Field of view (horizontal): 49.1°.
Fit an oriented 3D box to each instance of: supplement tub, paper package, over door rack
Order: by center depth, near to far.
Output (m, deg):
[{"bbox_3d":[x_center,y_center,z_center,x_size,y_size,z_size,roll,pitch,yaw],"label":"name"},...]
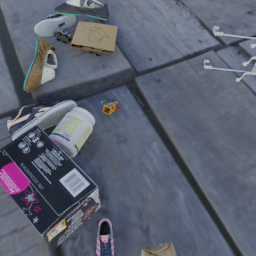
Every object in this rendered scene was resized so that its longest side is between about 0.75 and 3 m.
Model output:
[{"bbox_3d":[0.845,3.764,6.919,0.798,1.543,1.470,-12,56,-9],"label":"paper package"},{"bbox_3d":[-1.904,0.131,9.657,1.096,1.096,1.511,22,58,14],"label":"supplement tub"},{"bbox_3d":[4.392,-2.853,11.294,2.468,1.823,0.822,17,52,11],"label":"over door rack"}]

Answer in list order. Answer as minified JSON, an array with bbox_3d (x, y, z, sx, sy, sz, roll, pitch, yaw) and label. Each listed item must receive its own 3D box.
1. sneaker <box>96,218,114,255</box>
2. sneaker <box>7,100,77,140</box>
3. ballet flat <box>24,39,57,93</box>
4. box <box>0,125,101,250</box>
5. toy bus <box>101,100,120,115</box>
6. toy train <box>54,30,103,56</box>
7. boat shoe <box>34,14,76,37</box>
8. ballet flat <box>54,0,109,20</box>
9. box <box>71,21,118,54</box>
[{"bbox_3d":[-0.656,3.276,7.799,0.531,0.621,1.515,-6,56,-4],"label":"sneaker"},{"bbox_3d":[-3.145,-0.487,10.136,2.562,1.005,1.017,-32,67,-18],"label":"sneaker"},{"bbox_3d":[-3.546,-2.599,11.761,1.055,0.989,2.917,11,50,-15],"label":"ballet flat"},{"bbox_3d":[-2.417,1.678,8.271,1.910,1.659,2.891,-39,65,-25],"label":"box"},{"bbox_3d":[-0.675,-0.756,10.690,0.717,0.370,0.677,6,28,-26],"label":"toy bus"},{"bbox_3d":[-2.235,-3.958,12.828,2.619,0.447,0.600,24,53,13],"label":"toy train"},{"bbox_3d":[-3.576,-5.060,13.406,2.177,0.804,0.743,-37,57,-25],"label":"boat shoe"},{"bbox_3d":[-2.164,-5.825,13.452,2.653,0.969,0.969,0,54,-20],"label":"ballet flat"},{"bbox_3d":[-1.482,-4.152,12.716,1.874,0.244,2.293,8,45,-5],"label":"box"}]
